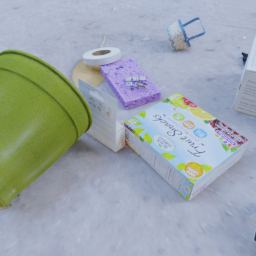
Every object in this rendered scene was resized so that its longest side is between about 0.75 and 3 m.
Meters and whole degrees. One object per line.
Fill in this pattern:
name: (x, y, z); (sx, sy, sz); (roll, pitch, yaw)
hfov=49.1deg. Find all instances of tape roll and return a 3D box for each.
tape roll: (-0.932, -2.587, 10.055); (1.382, 0.252, 1.382); (-7, 31, 4)

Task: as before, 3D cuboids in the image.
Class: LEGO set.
LEGO set: (0.254, -1.365, 8.739); (0.637, 0.209, 0.852); (-2, 34, -1)

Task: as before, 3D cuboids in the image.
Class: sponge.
sponge: (0.025, -1.538, 9.190); (1.248, 0.334, 2.236); (-18, 47, -17)

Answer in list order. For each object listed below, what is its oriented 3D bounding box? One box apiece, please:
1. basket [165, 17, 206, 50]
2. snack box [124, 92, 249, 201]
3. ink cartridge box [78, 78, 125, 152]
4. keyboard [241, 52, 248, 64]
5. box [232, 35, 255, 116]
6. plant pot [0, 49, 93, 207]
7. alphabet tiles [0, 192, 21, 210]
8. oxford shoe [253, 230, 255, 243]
basket: (2.211, -3.694, 10.810); (1.383, 0.962, 1.220); (-22, 41, 21)
snack box: (1.358, 0.318, 6.991); (1.985, 0.796, 2.354); (-29, 51, -26)
ink cartridge box: (-0.654, -0.360, 7.059); (1.339, 1.651, 0.414); (31, 46, 29)
keyboard: (4.414, -2.349, 10.167); (0.623, 0.237, 1.197); (13, 40, -20)
box: (4.553, -1.424, 8.254); (2.262, 1.478, 2.250); (18, 48, 18)
plant pot: (-2.589, 0.177, 6.107); (2.679, 2.679, 2.579); (20, 58, 19)
alphabet tiles: (-2.983, 1.401, 6.439); (0.965, 0.037, 1.160); (-13, 46, -14)
oxford shoe: (2.915, 1.541, 5.365); (0.632, 0.606, 1.712); (31, 72, -17)
